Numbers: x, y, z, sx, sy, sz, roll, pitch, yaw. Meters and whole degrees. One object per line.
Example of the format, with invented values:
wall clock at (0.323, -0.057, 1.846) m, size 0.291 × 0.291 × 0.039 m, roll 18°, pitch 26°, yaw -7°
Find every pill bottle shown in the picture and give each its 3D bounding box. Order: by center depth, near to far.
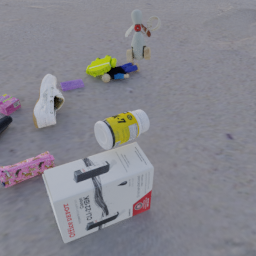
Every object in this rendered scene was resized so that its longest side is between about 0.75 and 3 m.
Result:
pill bottle at (-0.138, -0.001, 7.336) m, size 1.332 × 0.761 × 0.761 m, roll -22°, pitch 45°, yaw -32°

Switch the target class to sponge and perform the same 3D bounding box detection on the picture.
sponge at (-2.698, -2.091, 13.539) m, size 1.068 × 0.159 × 0.596 m, roll -14°, pitch 43°, yaw -16°

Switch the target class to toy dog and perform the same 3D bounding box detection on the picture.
toy dog at (0.498, -3.756, 11.914) m, size 1.410 × 2.139 × 1.030 m, roll 19°, pitch 7°, yaw 5°

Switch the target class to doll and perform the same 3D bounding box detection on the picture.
doll at (-0.400, -2.830, 14.133) m, size 2.127 × 0.515 × 1.451 m, roll -27°, pitch 46°, yaw -29°

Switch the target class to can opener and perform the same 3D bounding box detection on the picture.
can opener at (-5.241, 0.497, 10.133) m, size 0.904 × 1.121 × 2.851 m, roll -26°, pitch 24°, yaw 33°

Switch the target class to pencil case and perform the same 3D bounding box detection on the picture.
pencil case at (-3.238, 1.309, 9.041) m, size 1.724 × 0.714 × 0.746 m, roll -18°, pitch 18°, yaw -24°

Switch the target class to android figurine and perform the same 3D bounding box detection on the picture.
android figurine at (-1.381, -3.146, 14.284) m, size 1.641 × 0.370 × 1.803 m, roll -13°, pitch 37°, yaw 13°

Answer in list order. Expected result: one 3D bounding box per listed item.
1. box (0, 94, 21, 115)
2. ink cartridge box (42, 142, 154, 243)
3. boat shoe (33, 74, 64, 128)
box at (-5.228, -1.009, 12.062) m, size 0.861 × 0.416 × 0.757 m, roll 21°, pitch 45°, yaw 24°
ink cartridge box at (-0.752, 1.742, 7.648) m, size 2.663 × 1.922 × 1.115 m, roll -16°, pitch 43°, yaw -18°
boat shoe at (-3.193, -1.167, 11.838) m, size 1.032 × 1.054 × 2.977 m, roll -1°, pitch 49°, yaw -2°
